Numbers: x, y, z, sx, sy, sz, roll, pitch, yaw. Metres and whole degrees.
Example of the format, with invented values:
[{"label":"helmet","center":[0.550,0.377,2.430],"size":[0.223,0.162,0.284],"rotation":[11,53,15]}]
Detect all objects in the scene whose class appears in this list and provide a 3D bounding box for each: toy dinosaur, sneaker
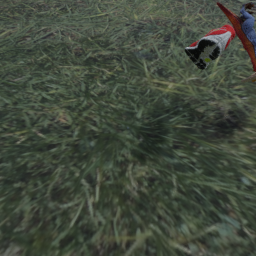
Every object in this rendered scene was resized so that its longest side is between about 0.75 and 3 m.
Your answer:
[{"label":"toy dinosaur","center":[3.399,-2.537,8.085],"size":[1.967,1.785,1.033],"rotation":[6,-3,8]},{"label":"sneaker","center":[2.137,-2.094,7.252],"size":[0.850,0.771,2.002],"rotation":[-43,9,-4]}]

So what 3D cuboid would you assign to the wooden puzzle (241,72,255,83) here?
[{"label":"wooden puzzle","center":[4.045,-1.658,7.993],"size":[1.246,0.232,1.153],"rotation":[-31,6,-18]}]
